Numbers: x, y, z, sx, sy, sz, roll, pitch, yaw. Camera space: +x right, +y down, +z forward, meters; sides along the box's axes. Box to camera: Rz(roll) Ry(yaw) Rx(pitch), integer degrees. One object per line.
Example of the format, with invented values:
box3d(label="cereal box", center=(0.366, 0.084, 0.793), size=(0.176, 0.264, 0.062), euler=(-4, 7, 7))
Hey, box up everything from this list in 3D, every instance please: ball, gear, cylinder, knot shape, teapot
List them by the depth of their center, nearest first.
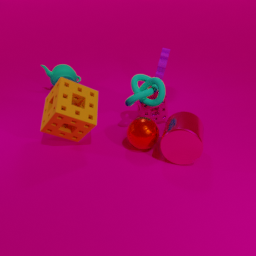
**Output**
box3d(label="cylinder", center=(1.415, 0.242, 7.242), size=(1.039, 1.039, 1.039), euler=(6, 29, 12))
box3d(label="ball", center=(0.410, 0.143, 7.637), size=(0.895, 0.895, 0.895), euler=(0, 28, 0))
box3d(label="knot shape", center=(0.569, -1.078, 8.266), size=(1.217, 0.601, 1.301), euler=(12, 59, 38))
box3d(label="gear", center=(1.309, -2.310, 11.063), size=(0.302, 1.635, 1.635), euler=(15, 29, 4))
box3d(label="teapot", center=(-2.768, -2.208, 11.727), size=(1.788, 1.112, 0.876), euler=(10, 50, -37))

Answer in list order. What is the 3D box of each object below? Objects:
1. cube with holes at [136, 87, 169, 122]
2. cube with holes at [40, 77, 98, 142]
box3d(label="cube with holes", center=(0.761, -0.748, 9.105), size=(0.845, 0.845, 0.845), euler=(-14, 37, -4))
box3d(label="cube with holes", center=(-1.592, -0.465, 7.674), size=(1.118, 1.118, 1.118), euler=(19, 54, -29))
